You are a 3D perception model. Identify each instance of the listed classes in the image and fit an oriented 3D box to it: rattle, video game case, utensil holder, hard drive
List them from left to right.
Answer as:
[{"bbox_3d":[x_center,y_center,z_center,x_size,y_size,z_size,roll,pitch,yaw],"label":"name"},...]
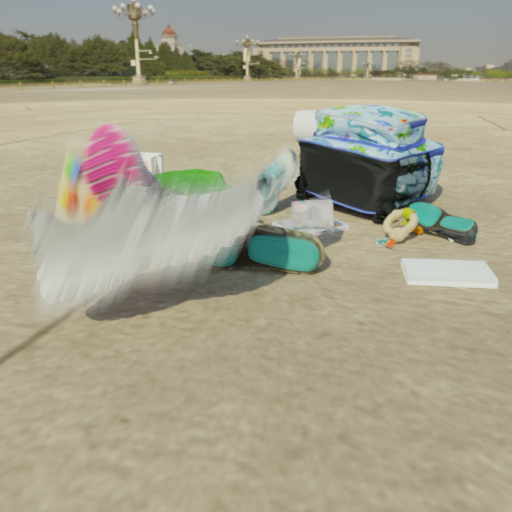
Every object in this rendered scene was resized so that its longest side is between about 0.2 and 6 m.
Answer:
[{"bbox_3d":[1.204,-0.665,12.472,1.403,0.126,1.004,-10,22,-25],"label":"video game case"},{"bbox_3d":[2.583,-5.606,24.265,1.671,1.420,1.420,5,20,22],"label":"utensil holder"},{"bbox_3d":[2.983,-0.374,11.647,0.750,0.823,1.153,10,55,25],"label":"rattle"},{"bbox_3d":[3.313,0.295,9.732,1.450,0.190,0.956,2,20,6],"label":"hard drive"}]

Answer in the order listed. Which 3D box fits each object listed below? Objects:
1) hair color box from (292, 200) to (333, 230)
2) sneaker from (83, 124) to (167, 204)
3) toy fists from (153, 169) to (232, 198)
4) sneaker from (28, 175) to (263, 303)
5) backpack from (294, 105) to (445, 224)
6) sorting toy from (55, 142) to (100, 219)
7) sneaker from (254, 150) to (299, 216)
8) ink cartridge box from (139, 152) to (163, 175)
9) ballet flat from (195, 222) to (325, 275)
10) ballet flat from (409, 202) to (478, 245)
[{"bbox_3d":[1.076,-0.783,10.523,0.315,0.521,1.042,-2,4,35],"label":"hair color box"},{"bbox_3d":[-2.212,-1.113,9.943,1.021,2.511,1.108,-8,20,14],"label":"sneaker"},{"bbox_3d":[-1.289,-1.095,12.231,1.739,1.173,3.412,-14,24,-15],"label":"toy fists"},{"bbox_3d":[-1.439,-0.516,7.767,3.387,1.389,1.266,-21,12,-23],"label":"sneaker"},{"bbox_3d":[3.038,-2.490,14.091,3.082,2.475,3.368,22,25,38],"label":"backpack"},{"bbox_3d":[-3.400,-1.343,11.106,1.560,1.685,0.307,14,9,31],"label":"sorting toy"},{"bbox_3d":[0.436,-1.837,13.326,0.683,1.760,0.759,23,-13,28],"label":"sneaker"},{"bbox_3d":[-3.352,-2.451,16.169,1.496,0.962,0.937,5,20,11],"label":"ink cartridge box"},{"bbox_3d":[-0.221,-0.246,10.114,2.907,0.986,1.095,9,13,0],"label":"ballet flat"},{"bbox_3d":[3.923,-0.635,11.792,0.631,0.631,1.726,-12,24,-30],"label":"ballet flat"}]
